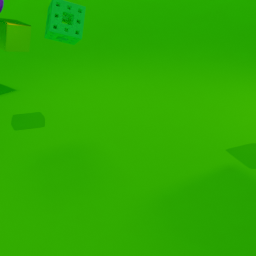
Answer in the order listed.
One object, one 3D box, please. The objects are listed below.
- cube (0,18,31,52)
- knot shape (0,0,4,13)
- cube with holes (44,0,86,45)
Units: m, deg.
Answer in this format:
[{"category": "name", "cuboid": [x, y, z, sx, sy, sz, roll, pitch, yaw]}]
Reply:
[{"category": "cube", "cuboid": [-4.054, -3.228, 9.732, 0.932, 0.932, 0.932, 28, 27, 30]}, {"category": "knot shape", "cuboid": [-3.135, -2.747, 5.336, 1.546, 0.763, 1.652, 19, 9, -46]}, {"category": "cube with holes", "cuboid": [-1.596, -2.639, 7.039, 0.791, 0.791, 0.791, 7, 2, -25]}]
